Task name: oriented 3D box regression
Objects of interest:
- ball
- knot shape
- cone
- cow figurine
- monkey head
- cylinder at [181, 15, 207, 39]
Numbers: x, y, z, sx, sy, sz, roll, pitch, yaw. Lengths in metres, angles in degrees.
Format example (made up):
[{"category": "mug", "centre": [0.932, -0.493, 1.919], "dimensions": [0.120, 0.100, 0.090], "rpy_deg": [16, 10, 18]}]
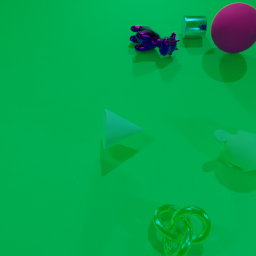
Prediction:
[{"category": "ball", "centre": [3.155, -2.913, 8.225], "dimensions": [1.398, 1.398, 1.398], "rpy_deg": [0, 57, 0]}, {"category": "knot shape", "centre": [1.121, 1.994, 5.626], "dimensions": [1.127, 0.557, 1.205], "rpy_deg": [-22, 52, 15]}, {"category": "cone", "centre": [-0.082, 0.040, 6.685], "dimensions": [0.974, 0.971, 0.971], "rpy_deg": [1, 57, -11]}, {"category": "cow figurine", "centre": [0.837, -2.775, 8.818], "dimensions": [1.365, 0.761, 1.387], "rpy_deg": [-5, 41, -14]}, {"category": "monkey head", "centre": [2.776, 0.408, 6.571], "dimensions": [1.658, 0.999, 1.193], "rpy_deg": [19, 60, 10]}, {"category": "cylinder", "centre": [2.143, -3.301, 9.162], "dimensions": [0.702, 0.702, 0.702], "rpy_deg": [-1, 57, -1]}]
